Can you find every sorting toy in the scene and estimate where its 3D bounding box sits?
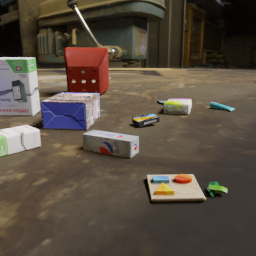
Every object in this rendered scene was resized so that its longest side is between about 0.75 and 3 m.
[{"bbox_3d":[1.123,1.099,5.446,1.440,0.212,1.065,-1,15,-2],"label":"sorting toy"}]

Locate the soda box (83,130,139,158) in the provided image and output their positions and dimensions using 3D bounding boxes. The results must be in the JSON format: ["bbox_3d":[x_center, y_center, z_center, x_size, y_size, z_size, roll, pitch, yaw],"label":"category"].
[{"bbox_3d":[-0.470,0.408,7.505,1.487,0.472,0.508,7,17,26],"label":"soda box"}]

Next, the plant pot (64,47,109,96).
[{"bbox_3d":[-2.656,-3.323,17.555,2.810,2.813,2.479,0,30,-2],"label":"plant pot"}]

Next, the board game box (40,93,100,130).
[{"bbox_3d":[-2.067,-0.679,10.514,1.627,0.988,2.041,2,16,7],"label":"board game box"}]

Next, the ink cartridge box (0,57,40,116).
[{"bbox_3d":[-4.789,-1.742,11.850,1.737,2.380,1.000,0,18,1],"label":"ink cartridge box"}]

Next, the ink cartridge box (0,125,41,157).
[{"bbox_3d":[-3.165,0.324,7.730,1.217,0.511,0.885,-14,21,-42],"label":"ink cartridge box"}]

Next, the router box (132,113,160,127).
[{"bbox_3d":[0.649,-0.298,10.280,0.842,0.215,0.628,-16,23,-23],"label":"router box"}]

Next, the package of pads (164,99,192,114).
[{"bbox_3d":[2.271,-0.969,12.559,1.138,0.502,1.473,3,16,17],"label":"package of pads"}]

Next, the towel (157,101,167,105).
[{"bbox_3d":[2.191,-1.352,14.696,1.153,0.125,0.845,-5,17,-19],"label":"towel"}]

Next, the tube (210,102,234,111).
[{"bbox_3d":[4.394,-0.979,13.109,1.111,0.280,0.430,20,32,40],"label":"tube"}]
